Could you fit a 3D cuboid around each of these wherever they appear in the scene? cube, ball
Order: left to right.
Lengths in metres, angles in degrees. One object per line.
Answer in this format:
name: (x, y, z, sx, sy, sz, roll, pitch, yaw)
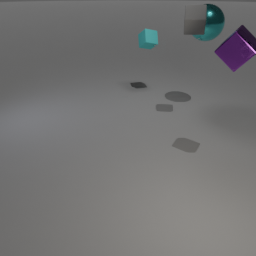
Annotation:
cube: (0.980, -4.338, 13.698, 0.700, 0.700, 0.700, 0, -7, -28)
cube: (2.286, -3.689, 9.565, 0.700, 0.700, 0.700, 4, 64, 11)
ball: (3.120, -4.186, 11.149, 1.400, 1.400, 1.400, 0, 28, 0)
cube: (2.672, -1.935, 6.800, 0.700, 0.700, 0.700, 46, 45, 0)
